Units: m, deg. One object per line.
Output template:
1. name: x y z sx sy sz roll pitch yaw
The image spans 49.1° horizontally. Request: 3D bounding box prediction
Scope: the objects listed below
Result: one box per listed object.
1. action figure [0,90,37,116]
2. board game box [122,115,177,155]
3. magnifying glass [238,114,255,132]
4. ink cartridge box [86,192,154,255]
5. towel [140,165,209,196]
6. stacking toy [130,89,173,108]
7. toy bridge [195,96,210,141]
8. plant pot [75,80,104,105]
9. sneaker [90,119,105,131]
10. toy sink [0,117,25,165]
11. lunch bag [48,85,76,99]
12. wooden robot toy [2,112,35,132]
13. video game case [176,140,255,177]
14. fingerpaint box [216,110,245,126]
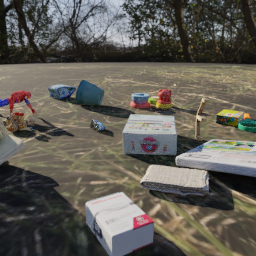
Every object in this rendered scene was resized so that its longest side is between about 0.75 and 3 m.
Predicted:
1. action figure: -5.564 -0.905 13.364 2.910 1.441 0.950 -17 12 27
2. board game box: 0.813 0.167 9.839 1.731 0.754 2.347 2 16 8
3. magnifying glass: 5.215 -0.263 12.118 0.885 0.249 2.223 5 17 18
4. ink cartridge box: -0.188 1.732 5.162 0.839 0.481 1.155 -10 19 -29
5. towel: 1.204 1.288 7.004 1.613 0.278 1.069 5 16 16
6. stacking toy: 1.261 -1.790 15.830 2.303 0.973 2.085 -1 17 -4
7. toy bridge: 2.643 -0.359 10.123 0.214 1.575 0.529 5 15 -6
8. plant pot: -2.076 -1.862 15.700 1.296 1.380 1.380 18 19 5
9. sneaker: -1.249 -0.086 11.516 0.436 0.380 0.970 11 13 -33
10. toy sink: -4.744 -0.003 7.814 2.943 1.649 1.918 16 39 30
11. lunch bag: -4.206 -2.385 17.964 1.160 0.870 1.365 15 32 40
12. wooden robot toy: -4.552 -0.182 11.213 1.651 0.727 0.749 7 29 24
13. video game case: 3.113 0.774 7.809 2.683 0.295 2.445 2 12 41
14. fingerpaint box: 4.541 -0.460 12.427 0.947 0.416 1.135 10 20 32
